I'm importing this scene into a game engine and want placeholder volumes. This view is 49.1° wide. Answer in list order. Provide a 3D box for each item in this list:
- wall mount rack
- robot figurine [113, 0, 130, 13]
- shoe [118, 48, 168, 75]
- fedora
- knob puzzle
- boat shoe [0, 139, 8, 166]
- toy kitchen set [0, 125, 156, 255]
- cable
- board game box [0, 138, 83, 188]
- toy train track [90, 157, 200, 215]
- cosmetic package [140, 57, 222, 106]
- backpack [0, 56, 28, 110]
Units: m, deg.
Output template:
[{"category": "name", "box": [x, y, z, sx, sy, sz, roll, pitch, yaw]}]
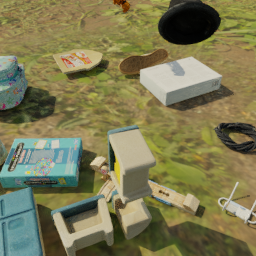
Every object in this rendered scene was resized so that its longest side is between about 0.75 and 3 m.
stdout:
[{"category": "wall mount rack", "box": [2.597, 1.713, 6.414, 0.921, 0.343, 0.800, 27, 47, 27]}, {"category": "robot figurine", "box": [-0.306, -4.500, 9.900, 0.891, 0.358, 1.228, 32, 24, -27]}, {"category": "shoe", "box": [0.625, -2.625, 11.501, 2.275, 0.607, 0.795, -21, 80, -19]}, {"category": "fedora", "box": [0.787, -1.470, 3.703, 0.858, 0.858, 0.392, -3, 70, -3]}, {"category": "knob puzzle", "box": [-1.993, -2.830, 11.889, 2.161, 0.300, 2.161, 0, 40, 0]}, {"category": "boat shoe", "box": [-3.818, 1.052, 6.929, 0.765, 0.689, 2.122, 12, 41, 14]}, {"category": "toy kitchen set", "box": [-1.177, 1.184, 5.465, 2.944, 2.358, 1.734, -15, 43, -17]}, {"category": "cable", "box": [3.182, 0.242, 8.246, 1.348, 0.343, 1.100, 11, 46, 10]}, {"category": "board game box", "box": [-2.186, 0.876, 7.338, 1.843, 0.432, 1.391, -1, 40, -1]}, {"category": "toy train track", "box": [0.332, 1.272, 6.854, 2.884, 0.469, 1.654, 20, 44, 22]}, {"category": "cosmetic package", "box": [1.920, -1.810, 10.412, 2.408, 0.622, 1.815, -18, 45, -20]}, {"category": "backpack", "box": [-4.408, -1.507, 9.493, 1.761, 1.493, 1.983, -5, 45, -5]}]
